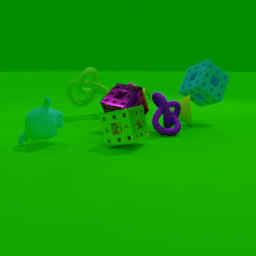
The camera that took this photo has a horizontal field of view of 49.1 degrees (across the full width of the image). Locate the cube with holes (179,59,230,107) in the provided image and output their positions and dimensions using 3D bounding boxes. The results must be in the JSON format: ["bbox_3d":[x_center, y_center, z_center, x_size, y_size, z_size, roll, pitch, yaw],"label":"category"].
[{"bbox_3d":[2.547,-1.462,9.405,1.019,1.019,1.019,30,-18,-22],"label":"cube with holes"}]

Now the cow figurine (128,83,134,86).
[{"bbox_3d":[0.167,-1.331,11.365,1.435,0.788,1.412,24,22,-14],"label":"cow figurine"}]

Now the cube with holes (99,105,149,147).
[{"bbox_3d":[-0.077,-0.054,6.645,0.782,0.782,0.782,-10,5,29],"label":"cube with holes"}]

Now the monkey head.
[{"bbox_3d":[-2.142,-0.215,6.849,0.846,1.404,1.010,16,28,-52],"label":"monkey head"}]

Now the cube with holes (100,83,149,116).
[{"bbox_3d":[-0.082,-0.642,8.359,0.926,0.926,0.926,15,54,34],"label":"cube with holes"}]

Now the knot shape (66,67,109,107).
[{"bbox_3d":[-1.587,-1.425,10.413,1.524,0.752,1.628,-28,-33,16],"label":"knot shape"}]

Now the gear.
[{"bbox_3d":[-0.069,-1.065,10.610,1.836,0.340,1.836,-5,-18,-2],"label":"gear"}]

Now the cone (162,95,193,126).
[{"bbox_3d":[1.520,-0.512,8.986,0.990,0.987,0.987,-6,11,13],"label":"cone"}]

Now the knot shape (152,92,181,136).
[{"bbox_3d":[1.148,-0.391,8.018,0.605,1.310,1.225,-20,-12,32],"label":"knot shape"}]
